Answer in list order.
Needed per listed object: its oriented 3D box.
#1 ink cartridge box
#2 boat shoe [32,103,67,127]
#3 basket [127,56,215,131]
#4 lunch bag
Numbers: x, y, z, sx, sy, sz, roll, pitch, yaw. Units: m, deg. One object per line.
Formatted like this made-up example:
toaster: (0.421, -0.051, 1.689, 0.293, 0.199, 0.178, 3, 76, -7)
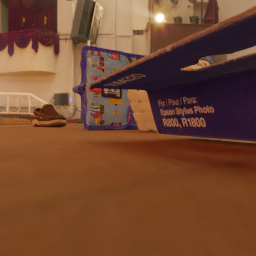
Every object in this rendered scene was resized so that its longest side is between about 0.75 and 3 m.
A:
ink cartridge box: (1.266, -0.134, 1.690, 2.455, 0.532, 2.410, -3, 2, -24)
boat shoe: (-2.756, -0.437, 9.510, 0.796, 0.797, 2.155, -1, 1, -40)
basket: (0.856, -0.666, 4.770, 1.528, 1.205, 1.733, 1, 36, 36)
lunch bag: (-0.255, -0.794, 6.098, 2.183, 1.643, 1.027, -1, 2, -43)
